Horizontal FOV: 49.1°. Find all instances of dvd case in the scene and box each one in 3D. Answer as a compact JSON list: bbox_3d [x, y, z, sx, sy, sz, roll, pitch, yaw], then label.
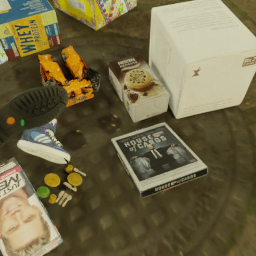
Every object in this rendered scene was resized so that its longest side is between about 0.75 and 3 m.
[{"bbox_3d":[0.724,0.729,7.573,1.794,0.295,2.387,-17,34,-13],"label":"dvd case"}]

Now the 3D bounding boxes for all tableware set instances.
[{"bbox_3d":[-1.755,1.465,7.394,0.881,0.201,1.308,32,38,0],"label":"tableware set"}]

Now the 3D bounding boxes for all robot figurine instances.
[{"bbox_3d":[-2.052,-1.768,9.645,1.916,0.769,2.642,-22,56,-15],"label":"robot figurine"}]

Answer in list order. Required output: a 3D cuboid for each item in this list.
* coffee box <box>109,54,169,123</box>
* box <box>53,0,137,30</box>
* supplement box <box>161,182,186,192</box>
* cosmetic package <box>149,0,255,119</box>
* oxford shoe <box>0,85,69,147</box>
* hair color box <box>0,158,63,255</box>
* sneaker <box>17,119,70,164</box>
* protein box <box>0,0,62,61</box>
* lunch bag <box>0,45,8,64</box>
[{"bbox_3d":[0.303,-1.375,9.294,1.212,0.856,2.144,-20,56,-14],"label":"coffee box"},{"bbox_3d":[-1.476,-6.085,12.265,2.768,1.689,2.666,35,60,22],"label":"box"},{"bbox_3d":[1.203,1.215,7.599,0.984,0.508,0.644,-19,56,-14],"label":"supplement box"},{"bbox_3d":[2.234,-2.267,9.009,2.355,2.358,2.858,-13,54,-8],"label":"cosmetic package"},{"bbox_3d":[-2.112,-0.302,5.354,2.015,0.732,0.851,-29,27,-20],"label":"oxford shoe"},{"bbox_3d":[-2.700,2.006,6.754,1.193,0.722,2.386,-31,65,-21],"label":"hair color box"},{"bbox_3d":[-2.256,0.241,8.197,1.713,0.690,1.254,14,59,17],"label":"sneaker"},{"bbox_3d":[-4.131,-4.176,10.945,2.230,1.515,2.246,-24,57,-17],"label":"protein box"},{"bbox_3d":[-3.900,-2.222,8.096,0.389,0.758,0.943,-41,41,-25],"label":"lunch bag"}]
